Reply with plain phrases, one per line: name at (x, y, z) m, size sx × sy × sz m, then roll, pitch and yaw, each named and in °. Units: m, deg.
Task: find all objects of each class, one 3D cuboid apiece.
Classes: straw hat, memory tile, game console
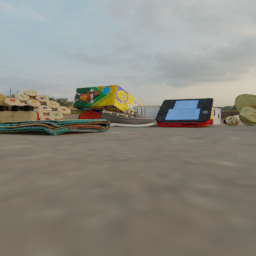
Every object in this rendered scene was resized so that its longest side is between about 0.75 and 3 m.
straw hat at (5.277, -0.526, 12.014) m, size 0.812 × 1.918 × 1.918 m, roll -46°, pitch 23°, yaw -21°
memory tile at (-3.325, -0.805, 10.463) m, size 2.095 × 0.176 × 1.606 m, roll 27°, pitch 30°, yaw 11°
game console at (1.980, -0.591, 9.782) m, size 1.852 × 0.288 × 1.638 m, roll 1°, pitch 39°, yaw 22°

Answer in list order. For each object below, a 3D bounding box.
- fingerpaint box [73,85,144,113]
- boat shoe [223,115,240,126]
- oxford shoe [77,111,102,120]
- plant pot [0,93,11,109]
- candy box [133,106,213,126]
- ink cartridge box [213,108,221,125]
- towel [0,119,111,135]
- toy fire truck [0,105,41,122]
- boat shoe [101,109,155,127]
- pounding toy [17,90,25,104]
fingerpaint box at (-0.737, -0.915, 12.533) m, size 2.200 × 0.967 × 2.637 m, roll 1°, pitch -16°, yaw 31°
boat shoe at (4.482, -0.290, 12.235) m, size 0.417 × 0.445 × 1.206 m, roll -3°, pitch -8°, yaw -1°
oxford shoe at (-1.265, -0.317, 11.890) m, size 1.858 × 0.661 × 0.674 m, roll 4°, pitch -18°, yaw 22°
plant pot at (-4.826, -0.645, 10.554) m, size 1.552 × 1.446 × 1.446 m, roll 17°, pitch 3°, yaw 5°
candy box at (1.846, -0.484, 11.362) m, size 2.943 × 0.831 × 1.717 m, roll 2°, pitch 2°, yaw 24°
ink cartridge box at (4.135, -0.617, 15.018) m, size 1.796 × 0.893 × 0.352 m, roll 0°, pitch 0°, yaw -16°
towel at (-1.790, -0.024, 5.662) m, size 2.419 × 0.262 × 1.774 m, roll -1°, pitch 1°, yaw 28°
toy fire truck at (-3.142, -0.331, 8.355) m, size 1.164 × 0.851 × 1.322 m, roll -1°, pitch -10°, yaw 3°
boat shoe at (-0.037, -0.356, 10.097) m, size 2.124 × 0.632 × 0.763 m, roll 1°, pitch 2°, yaw 27°
pounding toy at (-5.660, -0.647, 13.274) m, size 2.028 × 0.941 × 1.566 m, roll -34°, pitch 39°, yaw -3°
